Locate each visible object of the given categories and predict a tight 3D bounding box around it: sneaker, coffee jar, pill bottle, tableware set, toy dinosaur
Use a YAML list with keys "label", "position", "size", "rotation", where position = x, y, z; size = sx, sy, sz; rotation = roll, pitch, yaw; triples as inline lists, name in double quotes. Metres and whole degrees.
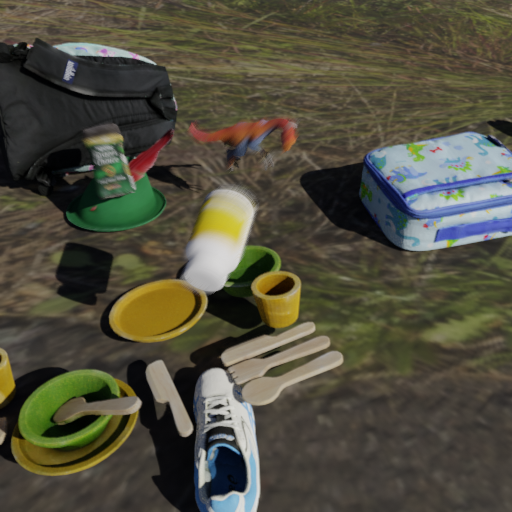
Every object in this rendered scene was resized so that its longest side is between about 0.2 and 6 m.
- label: "sneaker"
  position: [-0.376, 2.143, 6.685]
  size: [0.792, 0.799, 2.204]
  rotation: [-6, 37, -6]
- label: "coffee jar"
  position: [-2.619, -1.678, 9.948]
  size: [0.662, 1.269, 0.541]
  rotation: [-13, 7, 1]
- label: "pill bottle"
  position: [-0.466, -0.181, 6.723]
  size: [0.645, 0.645, 1.159]
  rotation: [8, 54, 10]
- label: "tableware set"
  position: [-1.530, 1.120, 7.684]
  size: [4.865, 0.747, 3.277]
  rotation: [-19, 33, -16]
- label: "toy dinosaur"
  position: [-0.092, -2.052, 9.884]
  size: [1.749, 1.587, 0.918]
  rotation: [6, 76, -28]

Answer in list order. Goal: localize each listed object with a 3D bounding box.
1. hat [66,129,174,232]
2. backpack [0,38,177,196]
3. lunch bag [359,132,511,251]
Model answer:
- label: "hat"
  position: [-2.637, -1.734, 10.581]
  size: [2.210, 1.946, 1.831]
  rotation: [-7, 37, -9]
- label: "backpack"
  position: [-3.601, -3.249, 11.925]
  size: [3.663, 3.057, 2.319]
  rotation: [-14, 36, -26]
- label: "lunch bag"
  position: [3.669, -1.242, 10.639]
  size: [2.965, 1.222, 2.383]
  rotation: [-9, 42, -10]
